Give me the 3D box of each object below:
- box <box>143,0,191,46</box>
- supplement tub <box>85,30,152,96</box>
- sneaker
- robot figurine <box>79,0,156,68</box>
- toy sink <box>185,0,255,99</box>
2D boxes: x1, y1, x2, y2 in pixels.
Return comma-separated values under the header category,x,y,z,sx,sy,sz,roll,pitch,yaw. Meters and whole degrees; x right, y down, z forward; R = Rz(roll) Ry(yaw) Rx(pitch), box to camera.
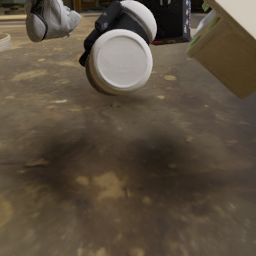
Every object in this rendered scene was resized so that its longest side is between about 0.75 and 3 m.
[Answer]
category,x,y,z,sx,sy,sz,roll,pitch,yaw
box,1.436,-4.416,10.273,1.514,2.477,1.313,1,9,24
supplement tub,-0.265,-1.246,5.738,1.170,1.170,1.667,-6,6,-12
sneaker,-1.910,-3.311,7.260,1.266,2.203,0.828,-12,42,-38
robot figurine,-0.275,-2.322,7.563,2.316,1.445,1.740,-52,14,-8
toy sink,2.270,-2.076,6.249,2.364,1.325,1.541,38,53,-11
